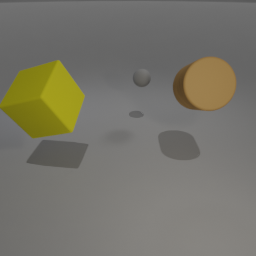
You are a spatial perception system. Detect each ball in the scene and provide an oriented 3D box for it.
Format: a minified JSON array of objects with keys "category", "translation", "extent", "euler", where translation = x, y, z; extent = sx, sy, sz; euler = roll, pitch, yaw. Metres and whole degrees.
[{"category":"ball","translation":[0.536,-1.936,10.871],"extent":[0.700,0.700,0.700],"euler":[0,28,0]}]

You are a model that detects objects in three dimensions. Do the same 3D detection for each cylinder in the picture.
[{"category":"cylinder","translation":[2.087,-1.196,7.881],"extent":[1.400,1.400,1.400],"euler":[-1,5,-3]}]

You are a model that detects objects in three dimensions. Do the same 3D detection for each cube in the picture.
[{"category":"cube","translation":[-2.241,-0.734,7.587],"extent":[1.400,1.400,1.400],"euler":[-9,48,23]}]
